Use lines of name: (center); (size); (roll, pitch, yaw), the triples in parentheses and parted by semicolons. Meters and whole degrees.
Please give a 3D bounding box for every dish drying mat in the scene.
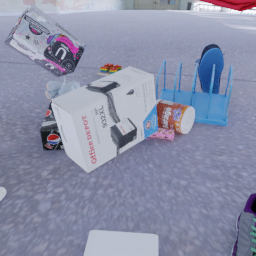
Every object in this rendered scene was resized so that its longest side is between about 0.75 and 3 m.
dish drying mat: (2.628, -3.411, 7.306); (0.890, 0.211, 2.318); (-18, 33, -5)

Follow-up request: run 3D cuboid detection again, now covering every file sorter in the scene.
file sorter: (2.528, -1.461, 10.785); (2.758, 1.692, 1.914); (8, 41, 14)

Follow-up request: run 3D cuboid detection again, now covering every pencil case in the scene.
pencil case: (1.085, 0.183, 9.414); (0.967, 0.400, 0.418); (9, 55, 14)

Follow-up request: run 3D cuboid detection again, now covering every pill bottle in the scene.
pill bottle: (1.402, -0.469, 10.002); (1.747, 0.980, 0.980); (17, 33, 31)

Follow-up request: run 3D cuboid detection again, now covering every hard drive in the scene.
hard drive: (-0.179, 2.745, 4.848); (1.407, 0.270, 2.132); (2, 29, 4)

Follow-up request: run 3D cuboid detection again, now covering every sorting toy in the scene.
sorting toy: (-0.918, -3.287, 15.728); (1.183, 0.414, 1.190); (12, 31, 20)

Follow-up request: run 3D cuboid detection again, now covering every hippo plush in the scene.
hippo plush: (-2.630, -1.634, 11.750); (1.245, 1.563, 1.256); (29, 23, 1)

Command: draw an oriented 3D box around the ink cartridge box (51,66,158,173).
ink cartridge box: (-0.540, -0.319, 8.246); (2.793, 2.026, 1.169); (-29, 39, -28)

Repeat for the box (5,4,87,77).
box: (-2.986, -3.054, 10.242); (2.315, 1.328, 1.529); (31, -15, -33)

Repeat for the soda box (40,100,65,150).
soda box: (-2.395, -0.188, 9.706); (0.852, 0.762, 2.407); (-3, 28, -5)

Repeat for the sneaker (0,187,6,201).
sneaker: (-3.479, 1.722, 6.687); (0.705, 0.388, 0.963); (3, 33, 28)

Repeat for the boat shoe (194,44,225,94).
boat shoe: (3.311, -2.445, 11.731); (1.208, 2.871, 0.985); (-5, 58, 5)

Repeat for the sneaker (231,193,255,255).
sneaker: (2.405, 2.113, 5.274); (0.830, 0.976, 2.230); (7, 29, 13)
